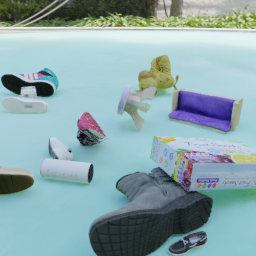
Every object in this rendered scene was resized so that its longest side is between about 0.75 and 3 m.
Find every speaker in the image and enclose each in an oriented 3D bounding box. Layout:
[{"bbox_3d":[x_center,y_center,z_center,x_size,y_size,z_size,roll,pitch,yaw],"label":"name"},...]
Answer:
[{"bbox_3d":[-1.479,1.052,6.887,1.233,0.501,0.501,4,24,11],"label":"speaker"}]

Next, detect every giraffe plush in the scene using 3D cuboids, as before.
[{"bbox_3d":[1.204,-2.253,13.423,1.754,1.866,2.163,-20,65,-18],"label":"giraffe plush"}]

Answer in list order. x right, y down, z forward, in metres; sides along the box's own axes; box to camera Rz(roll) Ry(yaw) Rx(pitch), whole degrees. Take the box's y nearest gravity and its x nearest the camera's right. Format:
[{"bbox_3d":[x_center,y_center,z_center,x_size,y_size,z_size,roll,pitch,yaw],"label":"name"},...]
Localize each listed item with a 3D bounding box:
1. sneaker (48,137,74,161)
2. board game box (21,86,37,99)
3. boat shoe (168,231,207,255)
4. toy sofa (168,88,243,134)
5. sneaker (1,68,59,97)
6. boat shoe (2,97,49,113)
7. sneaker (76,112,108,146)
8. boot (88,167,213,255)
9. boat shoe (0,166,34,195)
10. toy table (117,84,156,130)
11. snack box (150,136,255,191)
[{"bbox_3d":[-1.924,0.641,7.923,0.563,0.482,1.293,-7,29,-26],"label":"sneaker"},{"bbox_3d":[-4.308,-1.363,12.219,0.622,0.611,1.186,-8,25,-18],"label":"board game box"},{"bbox_3d":[1.070,2.036,4.981,0.776,0.234,0.287,-7,25,-16],"label":"boat shoe"},{"bbox_3d":[2.745,-0.693,10.183,2.499,1.035,1.219,17,28,34],"label":"toy sofa"},{"bbox_3d":[-4.588,-2.348,13.708,2.707,1.132,1.634,12,30,6],"label":"sneaker"},{"bbox_3d":[-4.128,-0.964,11.369,1.788,0.644,0.613,-1,12,2],"label":"boat shoe"},{"bbox_3d":[-1.098,0.165,7.803,0.758,0.818,2.030,-36,-10,-6],"label":"sneaker"},{"bbox_3d":[0.195,1.530,5.578,2.662,0.901,1.739,-6,19,-31],"label":"boot"},{"bbox_3d":[-3.142,1.074,6.375,1.994,0.719,0.648,-3,39,-5],"label":"boat shoe"},{"bbox_3d":[0.251,-0.800,9.625,0.986,1.548,1.684,20,10,1],"label":"toy table"},{"bbox_3d":[2.043,0.768,6.545,2.538,0.672,1.805,4,13,-22],"label":"snack box"}]
